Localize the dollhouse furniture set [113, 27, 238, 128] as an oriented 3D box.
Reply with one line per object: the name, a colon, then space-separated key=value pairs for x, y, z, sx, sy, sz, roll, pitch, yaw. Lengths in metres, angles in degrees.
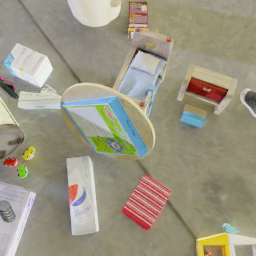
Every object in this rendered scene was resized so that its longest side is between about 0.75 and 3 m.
dollhouse furniture set: x=1.173 y=-0.845 z=7.438 sx=2.962 sy=2.075 sz=2.087 roll=20 pitch=72 yaw=7

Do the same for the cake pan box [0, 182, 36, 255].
cake pan box: x=-3.944 y=2.429 z=7.102 sx=2.499 sy=0.654 sz=2.302 roll=12 pitch=70 yaw=4

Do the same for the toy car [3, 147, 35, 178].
toy car: x=-2.899 y=1.033 z=7.648 sx=0.943 sy=0.210 sz=0.887 roll=-27 pitch=49 yaw=-3

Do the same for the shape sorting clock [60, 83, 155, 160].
shape sorting clock: x=-0.532 y=-0.084 z=6.994 sx=2.571 sy=2.571 sz=0.504 roll=27 pitch=56 yaw=9

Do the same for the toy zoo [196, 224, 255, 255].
toy zoo: x=2.553 y=3.630 z=6.893 sx=1.587 sy=0.247 sz=2.419 roll=-1 pitch=71 yaw=0

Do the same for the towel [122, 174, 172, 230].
towel: x=0.501 y=1.978 z=7.516 sx=0.888 sy=0.138 sz=1.228 roll=31 pitch=72 yaw=12

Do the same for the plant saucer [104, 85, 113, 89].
plant saucer: x=-0.697 y=-0.925 z=8.506 sx=0.819 sy=0.121 sz=0.819 roll=0 pitch=71 yaw=-1

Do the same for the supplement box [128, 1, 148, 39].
supplement box: x=0.327 y=-3.541 z=9.194 sx=0.626 sy=0.486 sz=1.134 roll=1 pitch=71 yaw=0

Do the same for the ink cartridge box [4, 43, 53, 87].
ink cartridge box: x=-2.987 y=-1.882 z=8.490 sx=1.032 sy=0.754 sz=0.757 roll=25 pitch=73 yaw=8

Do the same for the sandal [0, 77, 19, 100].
sandal: x=-3.706 y=-1.338 z=8.484 sx=1.278 sy=0.480 sz=0.288 roll=39 pitch=64 yaw=15

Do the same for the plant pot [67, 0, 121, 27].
plant pot: x=-1.108 y=-4.507 z=8.559 sx=2.528 sy=2.314 sz=2.528 roll=0 pitch=71 yaw=0

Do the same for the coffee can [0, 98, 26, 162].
coffee can: x=-4.123 y=-0.312 z=7.437 sx=1.746 sy=1.746 sz=2.385 roll=-35 pitch=74 yaw=-11

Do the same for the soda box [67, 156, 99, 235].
soda box: x=-1.183 y=1.744 z=7.318 sx=0.612 sy=0.659 sz=1.930 roll=-8 pitch=72 yaw=-2

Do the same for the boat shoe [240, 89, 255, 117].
boat shoe: x=3.718 y=-0.612 z=7.774 sx=0.532 sy=1.523 sz=0.504 roll=-57 pitch=35 yaw=2

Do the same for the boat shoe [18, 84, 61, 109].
boat shoe: x=-2.344 y=-0.945 z=8.122 sx=1.682 sy=0.621 sz=0.717 roll=-1 pitch=81 yaw=9
